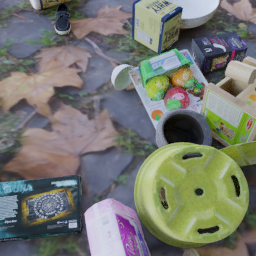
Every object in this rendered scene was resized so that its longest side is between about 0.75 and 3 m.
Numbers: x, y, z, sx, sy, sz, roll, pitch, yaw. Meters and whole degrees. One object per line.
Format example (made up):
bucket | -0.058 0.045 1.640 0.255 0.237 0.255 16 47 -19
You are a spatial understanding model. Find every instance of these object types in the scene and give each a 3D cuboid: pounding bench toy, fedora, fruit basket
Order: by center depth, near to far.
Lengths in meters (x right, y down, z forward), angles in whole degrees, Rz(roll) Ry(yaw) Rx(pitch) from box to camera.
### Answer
pounding bench toy | 3.611 -1.060 8.088 2.239 2.871 1.783 -35 56 -22
fedora | 1.533 0.262 8.366 1.762 0.796 1.559 -15 76 -26
fruit basket | 1.538 -1.334 9.360 2.357 1.193 2.545 -22 67 -7

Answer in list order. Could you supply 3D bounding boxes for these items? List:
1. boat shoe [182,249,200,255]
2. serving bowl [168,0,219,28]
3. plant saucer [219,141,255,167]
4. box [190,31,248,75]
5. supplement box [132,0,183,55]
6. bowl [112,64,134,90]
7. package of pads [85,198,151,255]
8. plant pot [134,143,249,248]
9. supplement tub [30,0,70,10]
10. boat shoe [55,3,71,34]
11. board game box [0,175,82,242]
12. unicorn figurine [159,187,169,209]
boat shoe | 1.119 3.650 6.039 0.684 0.760 2.107 19 61 -3
serving bowl | 2.511 -5.279 12.360 2.794 0.919 2.794 -2 56 4
plant saucer | 3.514 0.670 7.546 2.240 2.243 0.537 -9 79 -7
box | 3.384 -2.844 10.641 1.783 0.945 1.090 -13 55 -9
supplement box | 1.112 -4.151 11.164 1.624 1.626 1.091 38 63 24
bowl | -0.238 -1.867 9.886 1.002 1.002 0.450 -35 60 -22
package of pads | -0.106 2.850 6.042 0.897 1.428 2.369 -30 50 13
plant pot | 1.366 1.417 6.140 2.658 2.443 2.658 -1 77 5
supplement tub | -3.506 -6.568 12.914 2.240 1.617 1.617 -24 58 -16
boat shoe | -2.872 -4.810 12.294 0.709 0.591 1.899 -3 56 -4
board game box | -2.403 2.104 7.457 2.321 0.327 1.570 -5 54 -3
unicorn figurine | 0.992 1.594 7.593 1.293 0.695 1.882 13 69 -27
